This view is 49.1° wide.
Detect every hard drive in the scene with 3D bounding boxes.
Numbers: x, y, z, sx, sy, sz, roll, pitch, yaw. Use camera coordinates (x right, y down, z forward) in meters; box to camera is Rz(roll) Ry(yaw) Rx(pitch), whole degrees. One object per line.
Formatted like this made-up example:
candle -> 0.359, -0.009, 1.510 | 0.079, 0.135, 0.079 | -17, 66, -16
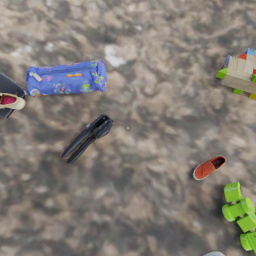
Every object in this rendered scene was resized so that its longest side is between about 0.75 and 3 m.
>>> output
hard drive -> -4.127, -1.122, 8.755 | 1.727, 0.365, 1.165 | 33, 77, 9

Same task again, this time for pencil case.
pencil case -> -1.854, -1.478, 8.376 | 2.433, 1.057, 0.949 | -4, 78, 4

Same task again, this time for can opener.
can opener -> -1.217, 0.296, 8.269 | 1.857, 0.730, 0.589 | -39, 86, -1

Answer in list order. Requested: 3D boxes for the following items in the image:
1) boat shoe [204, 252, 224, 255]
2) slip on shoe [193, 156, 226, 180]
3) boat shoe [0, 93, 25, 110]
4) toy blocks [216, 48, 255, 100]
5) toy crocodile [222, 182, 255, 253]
boat shoe -> 1.747, 4.103, 7.058 | 2.275, 0.810, 0.794 | -40, 78, -10
slip on shoe -> 2.373, 1.135, 8.142 | 1.101, 0.337, 0.408 | -29, 78, -6
boat shoe -> -3.736, -0.837, 8.242 | 1.325, 0.458, 0.489 | 2, 72, 5
toy blocks -> 3.815, -1.833, 8.761 | 2.002, 1.000, 1.368 | 17, 64, 4
toy crocodile -> 3.291, 2.577, 7.592 | 0.770, 0.705, 2.282 | -37, 75, 32
